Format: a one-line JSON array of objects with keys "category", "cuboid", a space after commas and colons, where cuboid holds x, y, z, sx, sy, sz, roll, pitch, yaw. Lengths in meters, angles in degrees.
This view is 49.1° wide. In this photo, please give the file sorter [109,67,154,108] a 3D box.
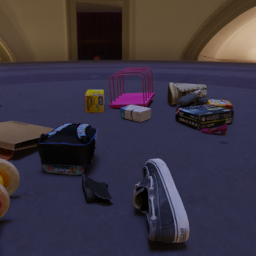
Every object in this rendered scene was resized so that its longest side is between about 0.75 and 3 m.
[{"category": "file sorter", "cuboid": [0.241, -2.286, 15.251, 1.932, 1.744, 2.781, 1, 19, 14]}]

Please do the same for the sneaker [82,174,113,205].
[{"category": "sneaker", "cuboid": [-0.720, 1.385, 6.384, 0.569, 0.328, 1.091, -5, 23, -15]}]

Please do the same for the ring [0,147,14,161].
[{"category": "ring", "cuboid": [-4.696, 0.817, 8.281, 2.447, 0.235, 2.447, 1, 17, 0]}]

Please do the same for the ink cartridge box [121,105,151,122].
[{"category": "ink cartridge box", "cuboid": [0.351, -0.669, 12.515, 1.131, 0.476, 0.818, 14, 24, 36]}]

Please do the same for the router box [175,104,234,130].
[{"category": "router box", "cuboid": [3.230, -0.514, 11.900, 1.967, 0.611, 1.474, -10, 20, -28]}]

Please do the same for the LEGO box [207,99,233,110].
[{"category": "LEGO box", "cuboid": [4.422, -0.999, 13.591, 1.007, 0.522, 1.353, 3, 18, 8]}]

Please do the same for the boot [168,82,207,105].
[{"category": "boot", "cuboid": [3.374, -1.972, 15.891, 2.211, 1.031, 2.860, 5, 20, 6]}]

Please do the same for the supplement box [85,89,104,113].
[{"category": "supplement box", "cuboid": [-1.675, -1.399, 14.267, 0.889, 0.883, 1.623, -1, 17, -3]}]

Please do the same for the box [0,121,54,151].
[{"category": "box", "cuboid": [-3.984, 0.204, 9.726, 2.877, 0.306, 2.352, 9, 13, 27]}]

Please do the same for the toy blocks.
[{"category": "toy blocks", "cuboid": [-3.314, 1.512, 4.839, 2.243, 0.977, 2.691, -2, 18, -8]}]

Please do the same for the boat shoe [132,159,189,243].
[{"category": "boat shoe", "cuboid": [0.477, 1.363, 5.692, 0.813, 0.860, 2.398, -1, 24, -7]}]

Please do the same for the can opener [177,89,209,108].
[{"category": "can opener", "cuboid": [3.420, -1.402, 14.449, 0.990, 0.784, 2.979, 13, 22, 34]}]

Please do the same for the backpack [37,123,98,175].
[{"category": "backpack", "cuboid": [-1.590, 0.484, 7.912, 1.477, 1.089, 1.618, 2, 18, 6]}]

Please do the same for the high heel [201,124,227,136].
[{"category": "high heel", "cuboid": [3.243, 0.000, 10.539, 0.932, 0.448, 0.314, 6, 18, 19]}]
